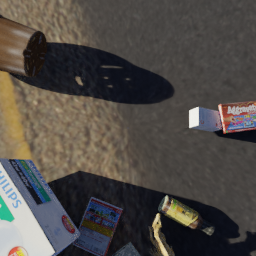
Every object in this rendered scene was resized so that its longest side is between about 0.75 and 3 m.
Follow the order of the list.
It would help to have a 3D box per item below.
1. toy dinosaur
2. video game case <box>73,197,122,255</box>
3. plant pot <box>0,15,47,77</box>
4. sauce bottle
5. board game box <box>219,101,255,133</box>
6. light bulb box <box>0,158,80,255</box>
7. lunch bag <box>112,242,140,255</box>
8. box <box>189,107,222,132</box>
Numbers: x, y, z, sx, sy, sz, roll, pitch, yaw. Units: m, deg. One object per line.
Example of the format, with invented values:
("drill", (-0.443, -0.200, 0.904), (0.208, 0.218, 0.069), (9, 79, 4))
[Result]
("toy dinosaur", (0.913, 3.063, 6.694), (0.607, 1.055, 2.086), (-26, 88, -10))
("video game case", (-0.794, 2.591, 7.362), (0.919, 0.112, 1.285), (18, 76, 14))
("plant pot", (-3.321, -2.251, 7.809), (1.708, 1.725, 1.725), (18, 76, 3))
("sauce bottle", (1.537, 2.299, 7.272), (1.503, 0.486, 0.486), (29, 77, -5))
("board game box", (3.356, -0.334, 7.941), (1.575, 0.153, 0.811), (-7, 82, -15))
("light bulb box", (-2.939, 2.381, 6.555), (2.468, 1.540, 2.446), (-38, 78, 2))
("lunch bag", (0.004, 3.442, 6.437), (1.030, 0.738, 1.256), (-35, 83, -13))
("box", (2.177, -0.230, 7.856), (0.835, 0.407, 0.519), (9, 75, -24))
